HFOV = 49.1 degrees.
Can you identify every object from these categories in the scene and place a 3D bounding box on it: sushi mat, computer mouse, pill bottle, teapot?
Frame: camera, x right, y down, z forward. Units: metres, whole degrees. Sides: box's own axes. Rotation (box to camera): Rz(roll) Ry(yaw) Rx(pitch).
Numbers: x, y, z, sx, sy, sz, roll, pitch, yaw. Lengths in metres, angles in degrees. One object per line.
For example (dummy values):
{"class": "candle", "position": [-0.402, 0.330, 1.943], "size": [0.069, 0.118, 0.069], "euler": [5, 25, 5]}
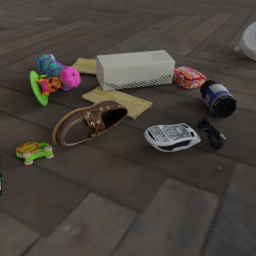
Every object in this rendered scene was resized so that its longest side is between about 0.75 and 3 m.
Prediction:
{"class": "sushi mat", "position": [-0.355, -0.827, 8.520], "size": [2.084, 0.126, 0.997], "euler": [23, 39, 29]}
{"class": "computer mouse", "position": [1.302, 0.219, 6.742], "size": [2.001, 0.439, 1.097], "euler": [-6, 39, -19]}
{"class": "sushi mat", "position": [-0.805, -2.273, 10.620], "size": [2.724, 0.165, 1.303], "euler": [8, 33, 11]}
{"class": "pill bottle", "position": [2.559, -0.884, 8.092], "size": [0.706, 0.706, 1.263], "euler": [-5, 34, -7]}
{"class": "teapot", "position": [5.517, -3.403, 11.350], "size": [1.736, 1.285, 1.759], "euler": [-35, 60, 12]}

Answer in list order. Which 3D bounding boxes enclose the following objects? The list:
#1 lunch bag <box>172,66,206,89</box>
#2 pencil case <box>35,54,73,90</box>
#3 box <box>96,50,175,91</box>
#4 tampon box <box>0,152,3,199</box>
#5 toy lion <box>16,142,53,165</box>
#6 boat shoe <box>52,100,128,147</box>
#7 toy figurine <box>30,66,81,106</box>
{"class": "lunch bag", "position": [2.105, -1.762, 9.666], "size": [0.978, 0.455, 1.110], "euler": [-12, 36, -26]}
{"class": "pencil case", "position": [-2.434, -1.948, 9.557], "size": [0.767, 0.833, 1.802], "euler": [2, 26, -47]}
{"class": "box", "position": [0.233, -1.931, 9.297], "size": [2.451, 0.838, 1.007], "euler": [-8, 40, -14]}
{"class": "tampon box", "position": [-2.880, 0.850, 4.776], "size": [0.733, 0.871, 1.162], "euler": [-22, -23, 35]}
{"class": "toy lion", "position": [-2.180, 0.517, 6.473], "size": [0.757, 0.260, 0.726], "euler": [-16, 29, -22]}
{"class": "boat shoe", "position": [-0.850, -0.155, 6.955], "size": [0.757, 0.758, 2.154], "euler": [20, 39, 31]}
{"class": "toy figurine", "position": [-2.035, -1.374, 8.369], "size": [1.289, 1.052, 1.401], "euler": [-18, 10, 1]}
